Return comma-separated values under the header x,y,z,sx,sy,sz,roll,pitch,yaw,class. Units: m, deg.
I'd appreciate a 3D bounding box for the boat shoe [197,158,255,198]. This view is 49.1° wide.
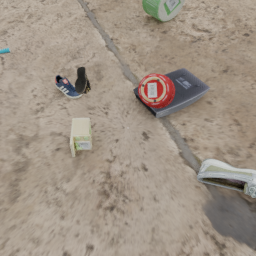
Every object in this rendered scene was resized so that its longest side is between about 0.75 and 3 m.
x,y,z,sx,sy,sz,roll,pitch,yaw,class
3.086,1.534,7.907,2.191,0.808,0.703,19,56,22,boat shoe

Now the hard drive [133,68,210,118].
x,y,z,sx,sy,sz,roll,pitch,yaw,class
1.653,-1.345,10.662,2.526,0.535,1.704,-26,53,-22,hard drive

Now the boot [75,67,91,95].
x,y,z,sx,sy,sz,roll,pitch,yaw,class
-1.242,-1.175,7.809,0.325,0.669,0.889,-7,60,3,boot

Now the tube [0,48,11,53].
x,y,z,sx,sy,sz,roll,pitch,yaw,class
-5.846,-3.537,12.925,0.786,0.198,0.304,-12,36,-5,tube

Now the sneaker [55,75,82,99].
x,y,z,sx,sy,sz,roll,pitch,yaw,class
-2.363,-1.638,10.904,1.372,0.580,0.514,29,54,24,sneaker

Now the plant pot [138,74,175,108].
x,y,z,sx,sy,sz,roll,pitch,yaw,class
0.805,-1.048,7.879,0.991,0.991,0.902,13,6,11,plant pot

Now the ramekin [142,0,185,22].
x,y,z,sx,sy,sz,roll,pitch,yaw,class
1.937,-6.668,14.439,2.255,2.255,1.102,-29,61,-24,ramekin

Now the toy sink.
x,y,z,sx,sy,sz,roll,pitch,yaw,class
-1.482,0.307,9.034,0.621,0.723,1.109,-2,47,-2,toy sink
